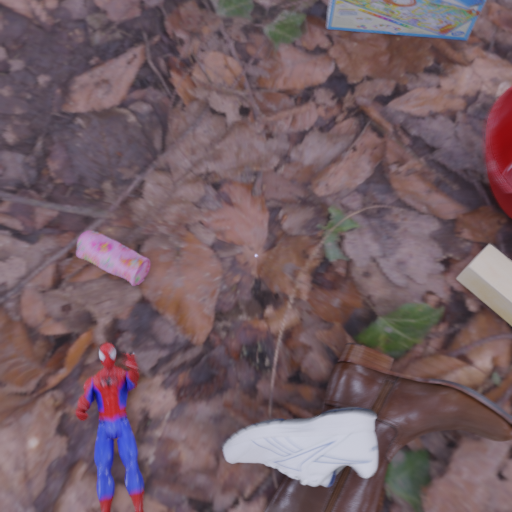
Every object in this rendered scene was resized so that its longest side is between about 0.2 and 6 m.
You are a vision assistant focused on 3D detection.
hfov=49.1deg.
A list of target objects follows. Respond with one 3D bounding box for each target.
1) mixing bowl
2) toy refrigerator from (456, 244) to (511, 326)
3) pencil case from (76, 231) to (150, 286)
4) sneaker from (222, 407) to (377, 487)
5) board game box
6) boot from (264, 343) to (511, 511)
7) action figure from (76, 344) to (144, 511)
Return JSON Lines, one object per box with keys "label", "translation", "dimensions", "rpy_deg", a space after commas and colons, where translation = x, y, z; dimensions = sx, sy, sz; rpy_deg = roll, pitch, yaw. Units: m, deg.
{"label": "mixing bowl", "translation": [5.431, -1.530, 9.928], "dimensions": [3.150, 1.706, 3.150], "rpy_deg": [-1, 67, 3]}
{"label": "toy refrigerator", "translation": [4.458, 0.693, 9.752], "dimensions": [1.769, 0.619, 0.671], "rpy_deg": [43, 68, 14]}
{"label": "pencil case", "translation": [-2.575, 0.036, 10.029], "dimensions": [1.338, 0.585, 0.585], "rpy_deg": [25, 72, 10]}
{"label": "sneaker", "translation": [0.612, 2.854, 8.148], "dimensions": [2.405, 0.896, 1.047], "rpy_deg": [-15, 74, 21]}
{"label": "board game box", "translation": [3.049, -5.344, 11.228], "dimensions": [3.036, 2.041, 0.520], "rpy_deg": [6, 70, 2]}
{"label": "boot", "translation": [2.043, 3.343, 8.498], "dimensions": [3.058, 1.054, 3.282], "rpy_deg": [20, 67, 21]}
{"label": "action figure", "translation": [-2.184, 2.673, 8.528], "dimensions": [0.975, 1.478, 2.987], "rpy_deg": [-8, 64, -11]}
